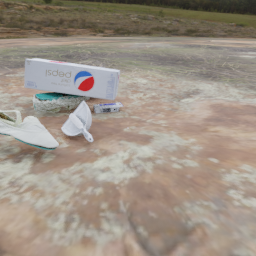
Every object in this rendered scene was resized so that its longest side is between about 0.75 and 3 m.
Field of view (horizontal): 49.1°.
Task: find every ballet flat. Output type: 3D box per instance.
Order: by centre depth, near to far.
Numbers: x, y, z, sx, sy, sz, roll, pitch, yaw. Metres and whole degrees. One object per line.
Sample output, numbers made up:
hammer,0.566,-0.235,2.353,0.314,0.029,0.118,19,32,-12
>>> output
ballet flat,-2.571,-0.040,6.696,2.061,0.716,0.716,15,25,17
ballet flat,-2.281,-0.934,9.693,2.179,0.782,0.782,-13,25,-40

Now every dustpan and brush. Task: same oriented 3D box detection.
dustpan and brush,-1.234,-0.045,7.428,1.459,1.018,0.418,44,7,33

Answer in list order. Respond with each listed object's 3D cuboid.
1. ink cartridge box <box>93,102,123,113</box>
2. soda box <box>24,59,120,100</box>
ink cartridge box,-0.689,-0.714,9.896,1.013,0.199,0.504,-7,23,-13
soda box,-1.815,-1.645,9.340,2.988,0.951,1.018,9,15,0
